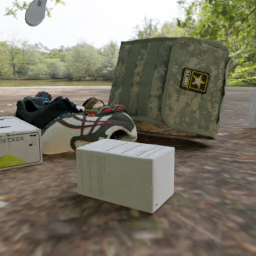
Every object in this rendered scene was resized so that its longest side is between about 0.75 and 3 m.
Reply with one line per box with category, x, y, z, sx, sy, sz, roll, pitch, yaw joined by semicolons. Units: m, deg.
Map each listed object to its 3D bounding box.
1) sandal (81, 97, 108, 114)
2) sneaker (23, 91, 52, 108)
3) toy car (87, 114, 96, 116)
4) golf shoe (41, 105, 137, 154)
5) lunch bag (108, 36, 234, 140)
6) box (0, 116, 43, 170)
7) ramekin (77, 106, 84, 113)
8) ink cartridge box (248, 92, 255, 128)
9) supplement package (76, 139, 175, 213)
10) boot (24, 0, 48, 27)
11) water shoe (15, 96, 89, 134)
sandal;-1.600;-0.929;11.537;2.389;0.682;0.949;-4;11;-21
sneaker;-3.743;-1.039;12.295;0.951;0.850;2.322;14;18;2
toy car;-1.257;-0.211;8.718;1.201;0.285;1.277;-9;13;-38
golf shoe;-0.780;0.132;5.433;1.965;0.759;0.866;-20;47;-16
lunch bag;0.994;-0.926;6.651;2.642;2.167;1.553;6;-12;30
box;-2.532;0.224;5.310;1.215;0.626;2.082;-7;12;-35
ramekin;-2.007;-0.492;9.754;0.988;0.460;0.988;0;10;0
ink cartridge box;4.019;-0.442;7.674;0.645;1.103;1.901;0;10;0
supplement package;-0.033;0.543;3.521;1.083;0.633;0.635;6;12;30
boot;-3.501;-4.251;10.576;0.699;1.900;0.908;22;-36;-21
water shoe;-1.413;-0.195;6.409;2.676;1.056;0.957;2;10;10
